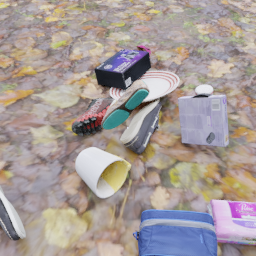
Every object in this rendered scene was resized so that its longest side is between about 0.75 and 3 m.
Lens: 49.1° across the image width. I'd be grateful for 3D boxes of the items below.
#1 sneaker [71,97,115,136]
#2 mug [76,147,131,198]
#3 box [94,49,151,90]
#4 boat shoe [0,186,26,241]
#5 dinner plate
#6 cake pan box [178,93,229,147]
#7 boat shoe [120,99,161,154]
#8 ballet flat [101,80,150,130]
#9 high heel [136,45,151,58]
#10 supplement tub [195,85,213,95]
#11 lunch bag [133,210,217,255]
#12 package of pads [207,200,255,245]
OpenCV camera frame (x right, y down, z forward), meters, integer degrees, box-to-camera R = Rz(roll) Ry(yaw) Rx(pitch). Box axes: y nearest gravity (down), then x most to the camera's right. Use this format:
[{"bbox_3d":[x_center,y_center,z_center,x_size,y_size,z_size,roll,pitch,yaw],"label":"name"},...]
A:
[{"bbox_3d":[-1.190,-0.494,10.179,2.248,0.795,1.098,-30,52,-30],"label":"sneaker"},{"bbox_3d":[-0.808,1.254,8.368,1.281,1.560,1.250,28,83,37],"label":"mug"},{"bbox_3d":[-0.186,-2.578,12.070,1.495,0.835,2.119,13,42,32],"label":"box"},{"bbox_3d":[-3.590,2.069,7.431,0.822,1.007,2.726,-30,49,-27],"label":"boat shoe"},{"bbox_3d":[0.661,-1.620,11.290,2.823,0.342,2.823,-9,32,6],"label":"dinner plate"},{"bbox_3d":[2.389,-0.269,8.975,1.524,1.655,0.433,1,14,42],"label":"cake pan box"},{"bbox_3d":[0.642,-0.097,9.989,0.839,0.972,2.675,49,44,-12],"label":"boat shoe"},{"bbox_3d":[-0.098,-0.625,7.453,0.591,1.736,0.584,27,35,-39],"label":"ballet flat"},{"bbox_3d":[0.746,-3.622,13.567,0.701,0.492,1.459,9,30,-5],"label":"high heel"},{"bbox_3d":[2.868,-1.097,10.528,0.644,0.917,0.644,-8,38,6],"label":"supplement tub"},{"bbox_3d":[1.064,2.656,6.601,1.937,1.316,1.282,3,44,5],"label":"lunch bag"},{"bbox_3d":[2.975,2.450,7.286,1.701,0.643,1.025,3,45,3],"label":"package of pads"}]
